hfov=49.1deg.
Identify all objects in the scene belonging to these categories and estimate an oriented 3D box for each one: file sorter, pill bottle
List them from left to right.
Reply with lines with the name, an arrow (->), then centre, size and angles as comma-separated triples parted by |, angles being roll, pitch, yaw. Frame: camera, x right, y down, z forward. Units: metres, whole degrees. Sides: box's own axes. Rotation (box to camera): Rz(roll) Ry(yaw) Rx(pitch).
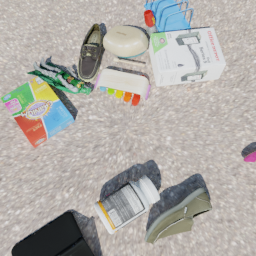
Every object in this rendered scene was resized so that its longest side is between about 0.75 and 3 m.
pill bottle -> -0.019, 2.648, 9.865 | 2.119, 1.233, 1.233 | -30, 70, -13
file sorter -> 1.941, -5.772, 13.360 | 1.551, 1.371, 2.235 | -20, 68, -9

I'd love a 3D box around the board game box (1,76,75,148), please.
board game box -> -3.764, -0.756, 11.685 | 1.976, 0.521, 2.582 | -36, 71, -14

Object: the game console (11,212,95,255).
game console -> -2.446, 4.534, 9.603 | 2.408, 1.401, 2.118 | -31, 101, -12

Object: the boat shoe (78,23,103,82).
boat shoe -> -1.723, -3.450, 12.602 | 1.038, 0.919, 2.835 | 5, 68, 0

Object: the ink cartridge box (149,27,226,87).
ink cartridge box -> 2.519, -3.127, 12.311 | 2.874, 1.207, 2.091 | -8, 67, -3

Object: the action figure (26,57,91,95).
action figure -> -2.765, -2.147, 12.083 | 2.678, 0.732, 1.582 | 28, 40, 4

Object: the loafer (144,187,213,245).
loafer -> 1.819, 3.182, 9.716 | 2.838, 1.067, 0.989 | -34, 67, -14

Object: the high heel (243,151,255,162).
high heel -> 5.348, 1.262, 10.812 | 1.716, 0.578, 0.823 | -8, 56, -17

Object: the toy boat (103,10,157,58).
toy boat -> 0.343, -4.105, 12.733 | 2.275, 1.258, 2.706 | 34, 71, 35

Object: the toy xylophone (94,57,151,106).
toy xylophone -> -0.157, -2.068, 12.188 | 2.458, 0.618, 1.800 | 21, 69, 9
